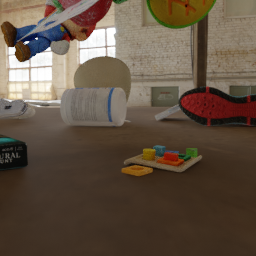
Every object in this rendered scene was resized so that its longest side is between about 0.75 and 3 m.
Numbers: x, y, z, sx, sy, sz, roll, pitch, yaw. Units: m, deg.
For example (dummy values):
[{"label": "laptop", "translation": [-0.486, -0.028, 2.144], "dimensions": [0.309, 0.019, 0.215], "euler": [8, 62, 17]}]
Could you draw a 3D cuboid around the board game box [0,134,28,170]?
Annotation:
[{"label": "board game box", "translation": [-2.253, 0.288, 2.904], "dimensions": [1.995, 0.281, 1.350], "euler": [-4, 6, -37]}]

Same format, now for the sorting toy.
[{"label": "sorting toy", "translation": [0.407, 0.318, 3.165], "dimensions": [0.716, 0.173, 1.272], "euler": [3, 6, 29]}]

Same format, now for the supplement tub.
[{"label": "supplement tub", "translation": [-0.975, -0.621, 8.223], "dimensions": [1.714, 1.131, 1.131], "euler": [2, 6, 13]}]

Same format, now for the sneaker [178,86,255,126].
[{"label": "sneaker", "translation": [2.966, -0.498, 8.571], "dimensions": [2.870, 1.138, 1.371], "euler": [9, -3, 9]}]

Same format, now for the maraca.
[{"label": "maraca", "translation": [1.069, -2.413, 4.774], "dimensions": [1.615, 1.108, 0.864], "euler": [-38, 5, 6]}]

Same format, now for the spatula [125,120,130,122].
[{"label": "spatula", "translation": [-0.412, -0.287, 10.364], "dimensions": [0.801, 0.093, 1.153], "euler": [-1, 5, -25]}]

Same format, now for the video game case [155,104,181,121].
[{"label": "video game case", "translation": [2.222, -0.900, 11.367], "dimensions": [2.144, 0.270, 2.353], "euler": [-26, -1, 14]}]

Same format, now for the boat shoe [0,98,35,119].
[{"label": "boat shoe", "translation": [-5.061, -0.766, 12.337], "dimensions": [2.577, 0.914, 0.900], "euler": [-1, -23, 34]}]

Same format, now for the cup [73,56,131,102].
[{"label": "cup", "translation": [-0.939, -1.428, 11.551], "dimensions": [2.489, 2.489, 1.780], "euler": [-1, 49, -15]}]

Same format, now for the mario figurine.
[{"label": "mario figurine", "translation": [-1.859, -2.720, 7.187], "dimensions": [2.534, 1.564, 1.343], "euler": [-34, 26, -29]}]

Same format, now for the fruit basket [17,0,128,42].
[{"label": "fruit basket", "translation": [-0.389, -2.278, 4.066], "dimensions": [2.643, 1.239, 2.448], "euler": [-44, 30, -21]}]
